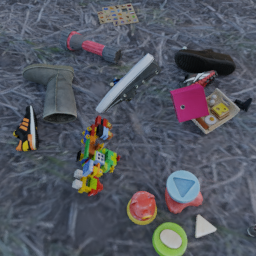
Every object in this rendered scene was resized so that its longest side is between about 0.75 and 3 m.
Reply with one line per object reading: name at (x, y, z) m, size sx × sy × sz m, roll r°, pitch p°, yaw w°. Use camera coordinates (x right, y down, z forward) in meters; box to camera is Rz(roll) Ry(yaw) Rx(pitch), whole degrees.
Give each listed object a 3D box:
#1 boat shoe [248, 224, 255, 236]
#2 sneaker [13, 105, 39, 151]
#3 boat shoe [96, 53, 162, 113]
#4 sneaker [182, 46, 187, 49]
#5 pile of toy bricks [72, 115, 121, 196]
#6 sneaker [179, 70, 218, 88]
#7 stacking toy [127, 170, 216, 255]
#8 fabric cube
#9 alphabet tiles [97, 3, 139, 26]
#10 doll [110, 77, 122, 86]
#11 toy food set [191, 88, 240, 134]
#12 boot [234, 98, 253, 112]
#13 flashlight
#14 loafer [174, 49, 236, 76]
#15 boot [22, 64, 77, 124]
boat shoe at (4.615, 3.315, 9.177) m, size 1.310 × 0.373 × 0.438 m, roll -6°, pitch 57°, yaw -4°
sneaker at (-4.113, -0.020, 11.143) m, size 0.932 × 0.724 × 2.070 m, roll -10°, pitch 60°, yaw -10°
boat shoe at (0.013, -1.466, 10.388) m, size 2.890 × 0.992 × 0.818 m, roll -44°, pitch 102°, yaw 11°
sneaker at (2.776, -3.776, 13.816) m, size 0.324 × 0.361 × 0.835 m, roll 15°, pitch 58°, yaw 9°
pile of toy bricks at (-0.932, 1.004, 10.279) m, size 1.411 × 1.585 × 2.857 m, roll 28°, pitch 41°, yaw -26°
sneaker at (3.104, -2.159, 12.545) m, size 2.007 × 0.709 × 0.981 m, roll -32°, pitch 65°, yaw -18°
stacking toy at (1.504, 2.715, 9.130) m, size 2.635 × 1.113 × 2.385 m, roll -25°, pitch 60°, yaw -15°
fabric cube at (2.300, -0.955, 10.569) m, size 1.132 × 1.114 × 1.136 m, roll -14°, pitch 13°, yaw 7°
alphabet tiles at (-0.618, -6.294, 15.638) m, size 2.075 × 0.078 × 1.735 m, roll -12°, pitch 58°, yaw -7°
doll at (-0.426, -2.113, 12.822) m, size 0.851 × 0.206 × 0.581 m, roll -23°, pitch 68°, yaw -7°
toy food set at (3.454, -0.771, 11.704) m, size 2.007 × 0.606 × 1.440 m, roll -29°, pitch 62°, yaw -18°
boot at (4.976, -1.120, 12.120) m, size 0.638 × 0.290 × 0.759 m, roll 27°, pitch 67°, yaw 12°
flashlight at (-1.818, -3.921, 13.531) m, size 2.994 × 1.017 × 1.013 m, roll 23°, pitch 71°, yaw 14°
loafer at (3.558, -3.168, 13.123) m, size 2.853 × 1.041 × 1.018 m, roll 11°, pitch 53°, yaw -4°
boot at (-3.428, -1.462, 12.069) m, size 2.511 × 1.002 × 2.762 m, roll -4°, pitch 64°, yaw 0°
